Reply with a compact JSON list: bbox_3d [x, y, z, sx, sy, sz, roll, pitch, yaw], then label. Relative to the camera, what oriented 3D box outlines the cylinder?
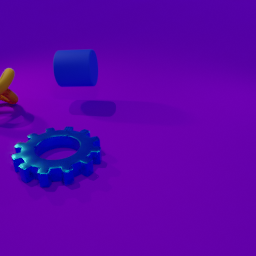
[{"bbox_3d":[-1.607,-1.868,8.799,1.133,1.133,1.133,0,28,7],"label":"cylinder"}]

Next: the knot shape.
[{"bbox_3d":[-4.056,-1.063,8.475,1.835,0.848,1.717,-26,-4,-1],"label":"knot shape"}]

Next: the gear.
[{"bbox_3d":[-1.580,0.576,6.381,1.923,0.356,1.923,0,29,0],"label":"gear"}]
